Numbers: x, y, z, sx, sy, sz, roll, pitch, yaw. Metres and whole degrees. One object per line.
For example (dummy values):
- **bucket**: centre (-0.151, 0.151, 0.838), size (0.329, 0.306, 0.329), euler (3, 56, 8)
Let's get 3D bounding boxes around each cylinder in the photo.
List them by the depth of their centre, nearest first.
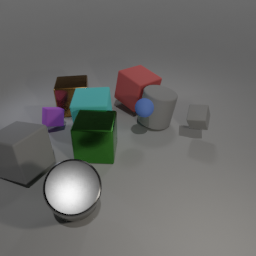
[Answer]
- **cylinder**: centre (-1.429, 1.665, 7.327), size (1.400, 1.400, 1.400), euler (3, 67, -8)
- **cylinder**: centre (1.207, -0.864, 11.578), size (1.400, 1.400, 1.400), euler (8, 32, -5)

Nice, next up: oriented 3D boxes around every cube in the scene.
- **cube**: centre (-3.442, 0.739, 9.007), size (1.400, 1.400, 1.400), euler (7, 29, 27)
- **cube**: centre (-1.142, 0.292, 9.949), size (1.400, 1.400, 1.400), euler (2, 33, 3)
- **cube**: centre (2.653, -0.406, 10.515), size (0.700, 0.700, 0.700), euler (4, 62, 26)
- **cube**: centre (-1.406, -0.676, 11.177), size (1.400, 1.400, 1.400), euler (-2, 38, 3)
- **cube**: centre (-3.044, -0.463, 11.352), size (0.700, 0.700, 0.700), euler (-2, 11, -32)
- **cube**: centre (0.425, -1.784, 12.506), size (1.400, 1.400, 1.400), euler (-24, 51, -37)
- **cube**: centre (-2.476, -1.452, 12.633), size (1.400, 1.400, 1.400), euler (-4, 33, -4)

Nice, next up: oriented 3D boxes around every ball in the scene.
- **ball**: centre (0.602, -0.742, 10.293), size (0.700, 0.700, 0.700), euler (0, 33, 0)
